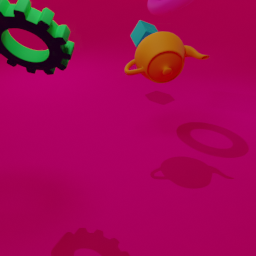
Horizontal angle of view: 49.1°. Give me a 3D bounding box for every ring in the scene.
[{"bbox_3d":[1.440,-3.946,7.954,2.011,0.402,2.011,-26,38,22],"label":"ring"}]

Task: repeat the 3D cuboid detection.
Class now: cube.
[{"bbox_3d":[0.667,-3.514,10.720,0.744,0.744,0.744,6,48,-35],"label":"cube"}]

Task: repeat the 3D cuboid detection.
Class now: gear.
[{"bbox_3d":[-1.617,-1.418,4.540,1.432,1.432,0.265,5,63,9],"label":"gear"}]

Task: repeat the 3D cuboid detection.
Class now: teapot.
[{"bbox_3d":[0.885,-1.628,6.742,2.013,1.252,0.986,-14,47,-1],"label":"teapot"}]
